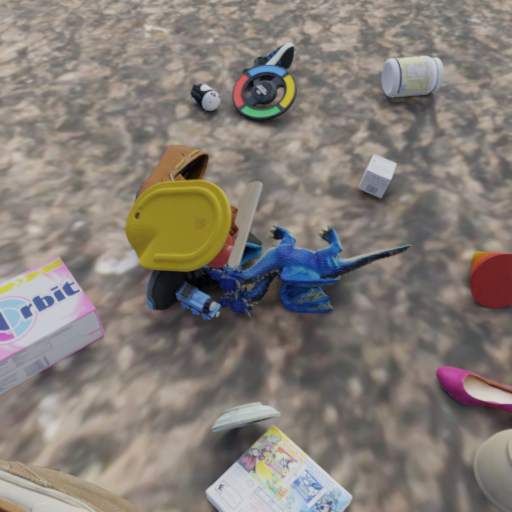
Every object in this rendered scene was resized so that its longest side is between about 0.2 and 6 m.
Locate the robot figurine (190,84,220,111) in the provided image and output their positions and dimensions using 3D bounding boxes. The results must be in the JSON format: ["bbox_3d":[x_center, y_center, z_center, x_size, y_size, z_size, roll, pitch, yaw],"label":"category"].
[{"bbox_3d":[-1.233,-3.848,13.526,0.613,0.509,0.816,-37,58,-17],"label":"robot figurine"}]

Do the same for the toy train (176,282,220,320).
[{"bbox_3d":[-0.935,0.743,9.035,0.757,0.432,0.328,26,63,18],"label":"toy train"}]

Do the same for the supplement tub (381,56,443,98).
[{"bbox_3d":[3.825,-4.402,13.750,1.268,0.920,0.920,-7,49,-7],"label":"supplement tub"}]

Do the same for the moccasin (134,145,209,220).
[{"bbox_3d":[-1.558,-1.130,10.858,1.111,1.053,2.879,2,38,14],"label":"moccasin"}]

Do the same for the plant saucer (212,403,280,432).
[{"bbox_3d":[-0.160,2.230,7.828,0.978,0.978,0.245,-11,71,-9],"label":"plant saucer"}]

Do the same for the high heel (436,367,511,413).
[{"bbox_3d":[3.470,1.960,8.202,1.626,0.780,0.548,32,56,25],"label":"high heel"}]

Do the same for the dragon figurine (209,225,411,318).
[{"bbox_3d":[0.903,0.360,9.500,3.271,0.963,1.626,6,49,5],"label":"dragon figurine"}]

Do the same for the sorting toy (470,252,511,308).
[{"bbox_3d":[5.164,0.142,9.896,3.153,1.093,1.086,-4,25,-1],"label":"sorting toy"}]

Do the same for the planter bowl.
[{"bbox_3d":[3.596,2.798,7.473,1.148,0.773,1.148,0,48,0],"label":"planter bowl"}]

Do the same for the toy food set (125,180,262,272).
[{"bbox_3d":[-0.933,-0.399,9.119,2.546,0.832,1.498,3,78,31],"label":"toy food set"}]

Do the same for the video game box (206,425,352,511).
[{"bbox_3d":[0.292,3.195,7.410,1.444,0.338,1.316,37,60,28],"label":"video game box"}]

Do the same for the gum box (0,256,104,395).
[{"bbox_3d":[-3.861,1.205,8.839,2.434,0.805,1.381,-30,56,-24],"label":"gum box"}]

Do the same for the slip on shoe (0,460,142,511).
[{"bbox_3d":[-2.891,3.120,7.064,3.263,1.241,0.989,11,16,17],"label":"slip on shoe"}]

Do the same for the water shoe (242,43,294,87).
[{"bbox_3d":[0.322,-5.012,14.450,0.736,0.667,1.866,25,53,21],"label":"water shoe"}]

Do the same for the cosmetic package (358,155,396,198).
[{"bbox_3d":[2.479,-1.629,11.452,0.527,0.523,0.629,24,46,6],"label":"cosmetic package"}]

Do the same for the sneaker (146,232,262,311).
[{"bbox_3d":[-0.879,0.181,9.708,0.971,0.868,2.371,31,55,26],"label":"sneaker"}]

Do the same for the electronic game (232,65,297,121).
[{"bbox_3d":[0.191,-3.918,13.409,1.572,0.327,1.572,-4,69,9],"label":"electronic game"}]
